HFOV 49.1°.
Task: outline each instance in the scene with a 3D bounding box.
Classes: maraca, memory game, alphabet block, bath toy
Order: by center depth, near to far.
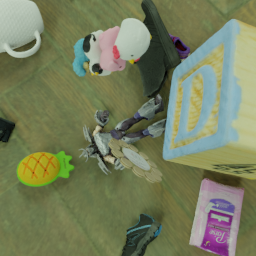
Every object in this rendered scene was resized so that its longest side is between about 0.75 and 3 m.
[{"bbox_3d":[-0.409,-1.513,5.700,0.808,2.187,0.951,-51,118,-21],"label":"bath toy"},{"bbox_3d":[0.165,0.689,6.015,1.418,1.418,0.090,39,103,10],"label":"memory game"},{"bbox_3d":[2.912,-0.382,7.080,2.961,2.908,2.893,13,76,-15],"label":"alphabet block"},{"bbox_3d":[-2.377,1.148,8.105,1.581,0.846,1.084,-10,58,-17],"label":"maraca"}]

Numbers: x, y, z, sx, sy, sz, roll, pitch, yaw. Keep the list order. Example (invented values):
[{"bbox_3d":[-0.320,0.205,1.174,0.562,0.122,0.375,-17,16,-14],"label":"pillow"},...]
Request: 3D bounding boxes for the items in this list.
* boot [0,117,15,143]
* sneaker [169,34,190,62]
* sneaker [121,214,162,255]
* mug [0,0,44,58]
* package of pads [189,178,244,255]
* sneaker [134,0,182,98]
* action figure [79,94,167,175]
[{"bbox_3d":[-4.003,0.036,8.654,0.833,0.318,0.700,20,71,-1],"label":"boot"},{"bbox_3d":[1.429,-2.902,9.292,1.600,0.667,0.645,36,76,10],"label":"sneaker"},{"bbox_3d":[0.178,3.186,7.726,0.712,0.636,1.738,34,74,30],"label":"sneaker"},{"bbox_3d":[-3.590,-3.133,8.948,1.757,1.479,2.004,-25,77,-19],"label":"mug"},{"bbox_3d":[2.459,2.453,7.781,1.152,0.724,1.913,14,75,7],"label":"package of pads"},{"bbox_3d":[0.637,-2.555,8.916,1.530,0.881,2.934,-26,81,14],"label":"sneaker"},{"bbox_3d":[-0.163,0.158,8.303,2.909,1.009,1.893,-27,82,-4],"label":"action figure"}]
